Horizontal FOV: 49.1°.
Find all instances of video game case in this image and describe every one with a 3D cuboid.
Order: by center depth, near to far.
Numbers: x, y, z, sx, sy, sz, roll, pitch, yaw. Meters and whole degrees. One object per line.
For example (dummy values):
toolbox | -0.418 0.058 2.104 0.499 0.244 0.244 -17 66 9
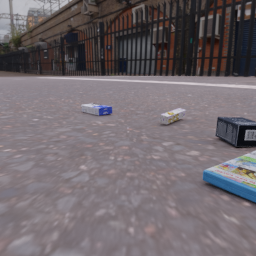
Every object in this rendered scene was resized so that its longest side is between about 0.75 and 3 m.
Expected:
video game case | 2.165 0.650 3.893 1.884 0.168 1.348 -10 19 -37

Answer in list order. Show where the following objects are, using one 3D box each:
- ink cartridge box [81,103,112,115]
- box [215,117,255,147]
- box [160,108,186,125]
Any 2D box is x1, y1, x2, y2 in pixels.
ink cartridge box | -1.086 -0.645 9.616 0.545 0.256 1.160 -11 16 -36
box | 2.348 0.062 5.904 0.636 0.459 0.857 0 13 -11
box | 1.304 -0.350 8.073 0.236 0.252 1.218 20 21 30
